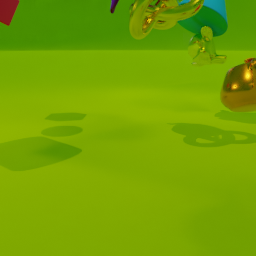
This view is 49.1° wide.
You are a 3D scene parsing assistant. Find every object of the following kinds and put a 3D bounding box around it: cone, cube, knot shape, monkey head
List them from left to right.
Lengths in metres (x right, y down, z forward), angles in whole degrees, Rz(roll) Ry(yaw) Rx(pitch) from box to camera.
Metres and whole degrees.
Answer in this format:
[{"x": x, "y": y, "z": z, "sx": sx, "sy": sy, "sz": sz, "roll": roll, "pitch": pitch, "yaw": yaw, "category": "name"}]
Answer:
[{"x": -3.502, "y": -3.292, "z": 7.370, "sx": 0.756, "sy": 0.756, "sz": 0.756, "roll": 28, "pitch": 7, "yaw": 10, "category": "cube"}, {"x": 0.582, "y": -2.367, "z": 5.660, "sx": 1.685, "sy": 0.778, "sz": 1.577, "roll": -9, "pitch": 19, "yaw": 47, "category": "knot shape"}, {"x": 2.216, "y": -2.193, "z": 7.834, "sx": 1.063, "sy": 0.890, "sz": 1.477, "roll": 4, "pitch": -10, "yaw": 7, "category": "monkey head"}, {"x": 2.195, "y": -3.511, "z": 7.478, "sx": 1.498, "sy": 1.504, "sz": 1.498, "roll": 24, "pitch": -4, "yaw": 2, "category": "cone"}]

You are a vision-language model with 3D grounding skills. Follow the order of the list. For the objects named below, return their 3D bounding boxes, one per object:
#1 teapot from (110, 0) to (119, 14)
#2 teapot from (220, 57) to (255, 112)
[{"x": -0.175, "y": -3.268, "z": 5.956, "sx": 1.208, "sy": 0.952, "sz": 1.943, "roll": 18, "pitch": -16, "yaw": -4, "category": "teapot"}, {"x": 1.544, "y": -0.540, "z": 3.459, "sx": 0.800, "sy": 0.630, "sz": 1.286, "roll": -7, "pitch": -9, "yaw": 20, "category": "teapot"}]
